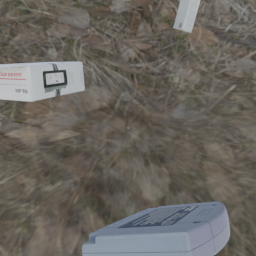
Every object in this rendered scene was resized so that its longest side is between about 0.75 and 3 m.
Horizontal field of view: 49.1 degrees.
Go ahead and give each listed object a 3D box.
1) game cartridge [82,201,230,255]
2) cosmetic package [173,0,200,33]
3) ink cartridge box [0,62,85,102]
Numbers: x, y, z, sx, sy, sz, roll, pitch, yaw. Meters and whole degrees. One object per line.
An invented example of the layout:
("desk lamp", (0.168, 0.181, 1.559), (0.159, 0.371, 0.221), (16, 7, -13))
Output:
("game cartridge", (0.573, 1.321, 3.688), (1.422, 2.135, 0.443), (-8, 81, 25))
("cosmetic package", (1.073, -2.155, 4.943), (0.215, 0.848, 0.350), (27, 21, 38))
("ink cartridge box", (-1.455, -0.725, 4.246), (0.866, 0.507, 1.494), (6, 16, 28))
